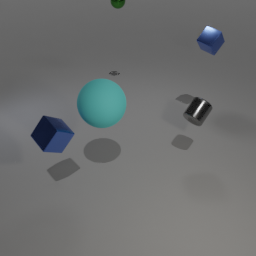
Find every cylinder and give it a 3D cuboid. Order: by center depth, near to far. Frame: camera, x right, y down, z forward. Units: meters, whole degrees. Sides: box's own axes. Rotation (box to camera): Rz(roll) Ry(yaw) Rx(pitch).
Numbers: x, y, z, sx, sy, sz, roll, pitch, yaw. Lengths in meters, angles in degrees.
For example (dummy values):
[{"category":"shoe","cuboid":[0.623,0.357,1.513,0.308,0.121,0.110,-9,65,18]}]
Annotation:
[{"category":"cylinder","cuboid":[2.266,-0.531,9.118,0.700,0.700,0.700,29,80,38]}]

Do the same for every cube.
[{"category":"cube","cuboid":[-2.021,0.180,7.518,0.700,0.700,0.700,43,15,27]},{"category":"cube","cuboid":[3.236,-3.410,10.955,0.700,0.700,0.700,39,4,33]}]

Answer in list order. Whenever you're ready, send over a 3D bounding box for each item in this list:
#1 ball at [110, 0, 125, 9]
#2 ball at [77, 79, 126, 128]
[{"category":"ball","cuboid":[-0.469,-5.894,12.955,0.700,0.700,0.700,0,32,0]},{"category":"ball","cuboid":[-0.745,-0.696,7.973,1.400,1.400,1.400,0,32,0]}]
